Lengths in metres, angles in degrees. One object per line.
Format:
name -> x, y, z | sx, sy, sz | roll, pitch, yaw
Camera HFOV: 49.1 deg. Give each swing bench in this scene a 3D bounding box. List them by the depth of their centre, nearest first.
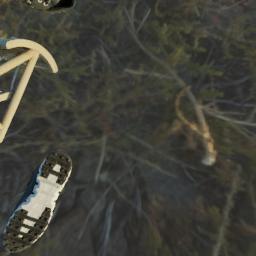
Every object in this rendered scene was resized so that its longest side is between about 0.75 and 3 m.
swing bench -> -2.162, -0.816, 4.121 | 1.501, 0.979, 1.509 | 16, 64, 29

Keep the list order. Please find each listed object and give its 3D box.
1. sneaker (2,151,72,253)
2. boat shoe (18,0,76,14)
sneaker -> -1.499, 1.182, 4.686 | 0.571, 0.778, 1.720 | 29, 79, -17
boat shoe -> -1.426, -2.394, 4.803 | 0.719, 2.169, 0.811 | 21, 99, 0
